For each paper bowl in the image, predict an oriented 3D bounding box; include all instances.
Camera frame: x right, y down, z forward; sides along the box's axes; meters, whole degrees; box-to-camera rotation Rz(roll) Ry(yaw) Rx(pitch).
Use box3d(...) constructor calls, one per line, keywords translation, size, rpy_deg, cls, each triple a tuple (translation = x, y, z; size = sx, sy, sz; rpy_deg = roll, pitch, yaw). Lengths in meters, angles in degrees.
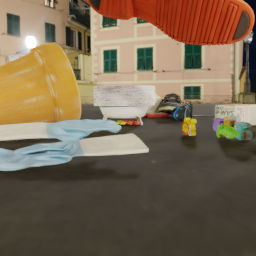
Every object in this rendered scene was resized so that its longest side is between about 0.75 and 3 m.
box3d(translation=(-0.155, -1.081, 11.507), size=(2.512, 1.306, 2.512), rpy_deg=(0, 6, 0), cls="paper bowl")

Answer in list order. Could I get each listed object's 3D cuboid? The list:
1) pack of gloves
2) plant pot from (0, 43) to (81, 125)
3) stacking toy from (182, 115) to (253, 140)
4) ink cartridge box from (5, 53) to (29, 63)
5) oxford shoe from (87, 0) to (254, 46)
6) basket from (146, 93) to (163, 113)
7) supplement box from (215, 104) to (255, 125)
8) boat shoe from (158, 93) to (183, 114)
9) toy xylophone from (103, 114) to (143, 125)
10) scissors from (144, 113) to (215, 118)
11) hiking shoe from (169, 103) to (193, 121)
box3d(translation=(-0.917, 0.277, 3.949), size=(1.987, 0.392, 1.669), rpy_deg=(-5, 18, -16), cls="pack of gloves")
box3d(translation=(-2.531, -0.879, 7.074), size=(1.978, 2.161, 2.161), rpy_deg=(-20, 14, -25), cls="plant pot")
box3d(translation=(2.045, 0.037, 5.549), size=(1.288, 0.401, 1.708), rpy_deg=(-4, 9, -18), cls="stacking toy")
box3d(translation=(-3.297, -1.912, 8.804), size=(0.928, 0.765, 0.349), rpy_deg=(-13, 52, -20), cls="ink cartridge box")
box3d(translation=(0.680, -2.120, 4.466), size=(2.720, 0.968, 0.987), rpy_deg=(24, 50, 14), cls="oxford shoe")
box3d(translation=(1.104, -1.136, 13.500), size=(0.749, 0.823, 1.214), rpy_deg=(38, 30, 26), cls="basket")
box3d(translation=(3.632, -0.415, 8.481), size=(1.654, 0.608, 1.042), rpy_deg=(-2, 6, -16), cls="supplement box")
box3d(translation=(1.961, -1.116, 12.698), size=(1.040, 0.956, 2.910), rpy_deg=(9, 3, 8), cls="boat shoe")
box3d(translation=(-0.195, -0.251, 8.379), size=(1.251, 0.314, 0.916), rpy_deg=(-1, 6, -5), cls="toy xylophone")
box3d(translation=(2.131, -0.539, 11.621), size=(2.997, 0.209, 1.096), rpy_deg=(-1, 3, 4), cls="scissors")
box3d(translation=(2.003, -0.620, 10.404), size=(0.731, 0.627, 1.686), rpy_deg=(3, 7, 17), cls="hiking shoe")
